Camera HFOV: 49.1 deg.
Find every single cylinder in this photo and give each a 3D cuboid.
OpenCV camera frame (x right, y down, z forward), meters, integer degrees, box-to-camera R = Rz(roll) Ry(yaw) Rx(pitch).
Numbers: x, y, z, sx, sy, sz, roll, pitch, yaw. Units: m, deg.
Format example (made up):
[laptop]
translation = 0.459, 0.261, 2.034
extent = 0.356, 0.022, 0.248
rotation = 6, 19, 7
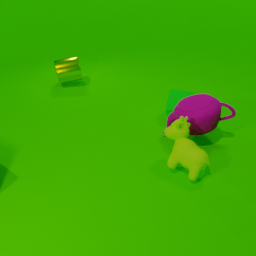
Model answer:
[cylinder]
translation = -2.349, -2.302, 11.121
extent = 0.951, 0.951, 0.951
rotation = -13, 33, -7

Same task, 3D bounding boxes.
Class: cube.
[cube]
translation = 1.596, -0.732, 8.710
extent = 0.705, 0.705, 0.705
rotation = 10, -11, 13

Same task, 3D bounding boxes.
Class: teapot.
[teapot]
translation = 1.840, -0.277, 7.622
extent = 2.065, 1.011, 1.284
rotation = -11, 26, 18

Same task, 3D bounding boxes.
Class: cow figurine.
[cow figurine]
translation = 1.400, 0.435, 6.593
extent = 1.274, 1.253, 0.699
rotation = 28, 16, 32
